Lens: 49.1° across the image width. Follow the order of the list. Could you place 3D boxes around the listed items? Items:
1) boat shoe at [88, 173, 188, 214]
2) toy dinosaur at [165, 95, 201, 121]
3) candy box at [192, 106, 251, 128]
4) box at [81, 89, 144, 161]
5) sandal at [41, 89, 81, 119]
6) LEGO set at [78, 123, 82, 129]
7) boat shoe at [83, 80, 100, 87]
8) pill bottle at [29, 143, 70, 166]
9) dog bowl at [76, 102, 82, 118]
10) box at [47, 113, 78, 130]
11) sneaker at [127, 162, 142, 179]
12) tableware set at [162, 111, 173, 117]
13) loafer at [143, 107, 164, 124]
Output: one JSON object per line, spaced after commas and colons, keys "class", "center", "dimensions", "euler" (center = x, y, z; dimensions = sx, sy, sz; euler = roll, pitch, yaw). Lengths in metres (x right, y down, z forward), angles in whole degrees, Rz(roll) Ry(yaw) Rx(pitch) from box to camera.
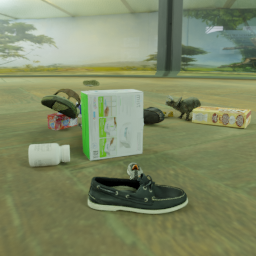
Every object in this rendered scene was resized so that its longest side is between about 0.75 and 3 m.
{"class": "boat shoe", "center": [0.184, 1.138, 5.215], "dimensions": [1.870, 0.620, 0.699], "euler": [2, 15, 6]}
{"class": "toy dinosaur", "center": [2.720, -0.934, 12.261], "dimensions": [2.105, 1.076, 0.810], "euler": [-5, 15, -15]}
{"class": "candy box", "center": [3.827, -0.483, 11.481], "dimensions": [2.100, 0.581, 1.212], "euler": [9, 17, 30]}
{"class": "box", "center": [-0.426, -0.139, 7.786], "dimensions": [1.580, 1.790, 0.866], "euler": [-7, 15, -22]}
{"class": "sandal", "center": [-2.059, -0.881, 9.183], "dimensions": [1.164, 0.837, 2.932], "euler": [25, 0, -8]}
{"class": "LEGO set", "center": [-0.845, 0.174, 9.412], "dimensions": [1.415, 0.618, 2.179], "euler": [11, 5, 31]}
{"class": "boat shoe", "center": [-1.751, -2.140, 13.484], "dimensions": [0.816, 0.305, 0.279], "euler": [7, -10, 1]}
{"class": "pill bottle", "center": [-1.986, 0.673, 7.134], "dimensions": [0.975, 0.557, 0.557], "euler": [-2, 15, -11]}
{"class": "dog bowl", "center": [-1.617, -0.896, 13.001], "dimensions": [1.578, 0.622, 1.578], "euler": [0, 15, 0]}
{"class": "box", "center": [-2.533, -0.307, 10.884], "dimensions": [0.527, 0.550, 1.104], "euler": [11, 18, 35]}
{"class": "sneaker", "center": [0.172, 0.960, 6.408], "dimensions": [0.349, 0.375, 0.945], "euler": [-3, 14, -4]}
{"class": "tableware set", "center": [1.262, -0.686, 13.029], "dimensions": [1.693, 0.260, 1.141], "euler": [6, 13, 26]}
{"class": "loafer", "center": [0.615, -0.444, 11.328], "dimensions": [0.708, 0.713, 1.959], "euler": [-22, 15, -37]}
